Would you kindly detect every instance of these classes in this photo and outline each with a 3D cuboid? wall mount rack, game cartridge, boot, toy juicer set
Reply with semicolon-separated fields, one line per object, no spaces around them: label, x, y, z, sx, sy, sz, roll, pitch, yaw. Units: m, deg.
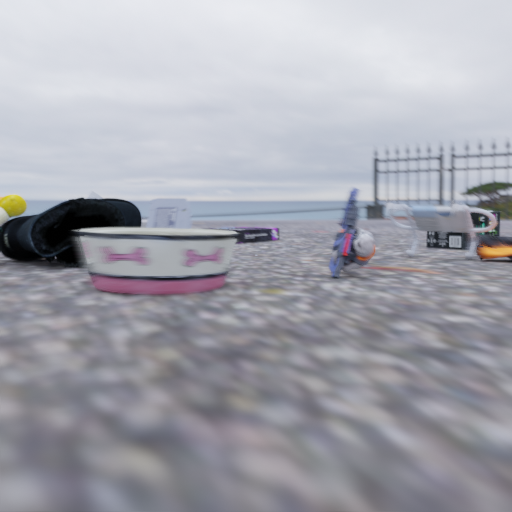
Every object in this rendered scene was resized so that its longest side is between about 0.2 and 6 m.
wall mount rack;2.991;-0.569;9.442;1.829;0.682;1.589;4;-34;34
game cartridge;-1.460;-0.423;9.299;0.741;1.114;0.228;1;-19;16
boot;-2.649;-0.435;9.187;2.683;1.025;2.255;-13;8;-39
toy juicer set;-4.074;-0.318;8.429;1.474;0.631;2.317;-33;23;-11

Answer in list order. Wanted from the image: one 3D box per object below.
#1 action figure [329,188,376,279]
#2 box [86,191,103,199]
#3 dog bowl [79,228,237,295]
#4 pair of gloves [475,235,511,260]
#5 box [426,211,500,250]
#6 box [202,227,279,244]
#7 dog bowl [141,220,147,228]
action figure;1.292;-0.250;7.167;0.604;1.155;1.117;14;5;-5
box;-4.108;-0.872;13.246;0.364;1.377;1.767;36;-4;-15
dog bowl;-1.067;0.027;6.201;1.708;0.630;1.708;1;4;0
pair of gloves;4.962;-0.151;9.744;2.152;0.299;2.416;3;8;21
box;4.670;-0.597;12.618;1.361;0.846;1.011;-4;6;-34
box;-0.608;-0.571;15.077;1.565;0.395;2.189;3;7;34
dog bowl;-2.978;-0.546;13.385;2.143;0.628;2.143;-1;4;0
